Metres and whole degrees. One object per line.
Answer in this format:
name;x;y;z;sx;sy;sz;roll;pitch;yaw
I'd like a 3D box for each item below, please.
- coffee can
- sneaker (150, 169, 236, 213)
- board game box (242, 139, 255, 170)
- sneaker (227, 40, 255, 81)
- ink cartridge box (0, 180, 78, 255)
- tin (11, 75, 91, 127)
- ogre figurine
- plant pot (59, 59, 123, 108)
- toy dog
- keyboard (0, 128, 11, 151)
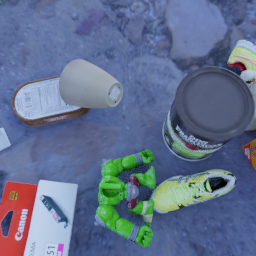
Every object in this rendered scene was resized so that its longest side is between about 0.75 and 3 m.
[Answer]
coffee can;2.093;-0.241;7.955;1.926;2.631;1.926;0;72;0
sneaker;1.874;1.741;8.190;2.628;1.004;0.991;-20;75;-5
board game box;5.542;0.797;7.494;2.865;2.867;2.866;-26;74;-8
sneaker;4.429;-1.891;9.495;2.381;0.931;1.075;40;90;13
ink cartridge box;-2.629;2.682;7.793;2.128;0.534;2.452;8;63;-8
tin;-2.476;-0.943;9.316;2.715;0.568;1.520;-13;77;-4
ogre figurine;-0.059;1.828;8.015;1.616;1.323;2.696;9;81;-7
plant pot;-0.956;-1.151;8.123;1.528;1.431;1.431;21;72;33
toy dog;4.395;-0.910;8.237;2.434;2.511;1.752;17;74;6
keyboard;-5.063;0.851;8.955;2.538;0.135;0.714;-28;79;-8
